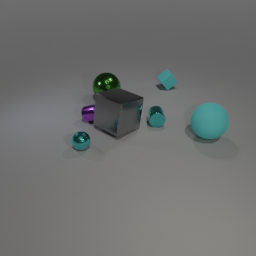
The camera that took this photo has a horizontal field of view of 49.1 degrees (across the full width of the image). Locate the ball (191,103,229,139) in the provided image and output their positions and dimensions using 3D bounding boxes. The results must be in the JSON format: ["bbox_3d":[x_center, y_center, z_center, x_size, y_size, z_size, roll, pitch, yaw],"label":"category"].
[{"bbox_3d":[3.126,-0.266,10.723,1.400,1.400,1.400,0,31,0],"label":"ball"}]

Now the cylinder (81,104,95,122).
[{"bbox_3d":[-1.517,-0.643,12.005,0.700,0.700,0.700,-6,25,30],"label":"cylinder"}]

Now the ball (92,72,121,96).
[{"bbox_3d":[-1.052,-2.034,13.827,1.400,1.400,1.400,0,31,0],"label":"ball"}]

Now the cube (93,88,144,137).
[{"bbox_3d":[-0.395,-0.683,11.367,1.400,1.400,1.400,26,30,34],"label":"cube"}]

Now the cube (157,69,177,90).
[{"bbox_3d":[2.125,-2.622,15.189,0.700,0.700,0.700,-38,35,10],"label":"cube"}]

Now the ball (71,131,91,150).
[{"bbox_3d":[-1.736,0.467,10.358,0.700,0.700,0.700,0,31,0],"label":"ball"}]

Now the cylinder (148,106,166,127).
[{"bbox_3d":[1.216,-0.489,11.939,0.700,0.700,0.700,0,31,-1],"label":"cylinder"}]
